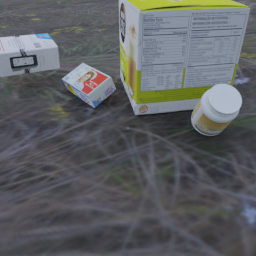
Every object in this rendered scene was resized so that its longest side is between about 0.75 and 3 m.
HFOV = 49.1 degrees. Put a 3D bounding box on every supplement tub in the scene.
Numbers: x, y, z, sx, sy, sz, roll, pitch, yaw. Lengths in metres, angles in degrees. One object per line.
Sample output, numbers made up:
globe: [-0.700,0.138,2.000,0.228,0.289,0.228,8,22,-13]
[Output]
supplement tub: [2.068,-0.408,6.620,0.881,1.218,0.881,1,68,-3]

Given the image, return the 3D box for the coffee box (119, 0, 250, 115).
coffee box: [1.355,-2.416,8.505,2.897,2.865,2.893,-6,33,-9]

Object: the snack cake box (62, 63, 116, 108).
snack cake box: [-1.240,-1.380,8.786,0.923,0.539,1.605,-41,47,-16]

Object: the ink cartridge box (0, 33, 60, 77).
ink cartridge box: [-3.651,-2.425,9.277,2.408,0.817,1.397,-14,41,-23]
